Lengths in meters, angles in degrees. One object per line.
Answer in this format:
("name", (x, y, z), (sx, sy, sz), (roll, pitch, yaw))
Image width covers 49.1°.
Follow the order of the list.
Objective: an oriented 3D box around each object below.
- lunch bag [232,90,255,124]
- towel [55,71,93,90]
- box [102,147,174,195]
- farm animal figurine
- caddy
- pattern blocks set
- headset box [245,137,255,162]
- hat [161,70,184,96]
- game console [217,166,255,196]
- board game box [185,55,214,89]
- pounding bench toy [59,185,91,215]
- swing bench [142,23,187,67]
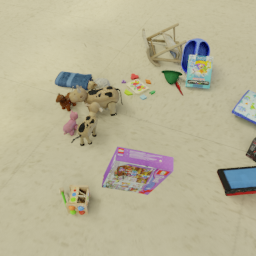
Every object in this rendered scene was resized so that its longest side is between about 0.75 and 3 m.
("lunch bag", (4.926, -0.684, 11.042), (1.238, 0.928, 1.456), (30, 44, 25))
("towel", (-2.478, -2.192, 12.835), (1.620, 0.393, 0.904), (10, 48, 9))
("box", (0.126, 0.893, 5.492), (1.051, 1.536, 0.300), (12, 59, -9))
("farm animal figurine", (-1.473, -0.937, 10.896), (2.780, 1.466, 2.811), (-24, 51, -21))
("caddy", (3.139, -3.323, 13.076), (1.215, 1.718, 0.902), (8, 27, 6))
("pattern blocks set", (0.439, -1.884, 12.723), (1.656, 0.134, 1.456), (32, 54, 26))
("headset box", (4.586, 0.758, 9.616), (0.373, 0.994, 0.739), (-32, 55, -27))
("hat", (1.964, -2.042, 12.852), (0.982, 1.044, 1.186), (8, 2, -10))
("game console", (3.871, 1.609, 8.885), (1.611, 1.389, 0.956), (-4, 73, -4))
("board game box", (3.182, -2.505, 12.522), (1.058, 1.401, 0.329), (6, 6, 6))
("pounding bench toy", (-1.684, 2.210, 8.512), (0.966, 0.600, 0.753), (2, 47, 2))
("swing bench", (1.785, -4.148, 14.118), (1.963, 1.274, 1.953), (-9, 47, 4))
